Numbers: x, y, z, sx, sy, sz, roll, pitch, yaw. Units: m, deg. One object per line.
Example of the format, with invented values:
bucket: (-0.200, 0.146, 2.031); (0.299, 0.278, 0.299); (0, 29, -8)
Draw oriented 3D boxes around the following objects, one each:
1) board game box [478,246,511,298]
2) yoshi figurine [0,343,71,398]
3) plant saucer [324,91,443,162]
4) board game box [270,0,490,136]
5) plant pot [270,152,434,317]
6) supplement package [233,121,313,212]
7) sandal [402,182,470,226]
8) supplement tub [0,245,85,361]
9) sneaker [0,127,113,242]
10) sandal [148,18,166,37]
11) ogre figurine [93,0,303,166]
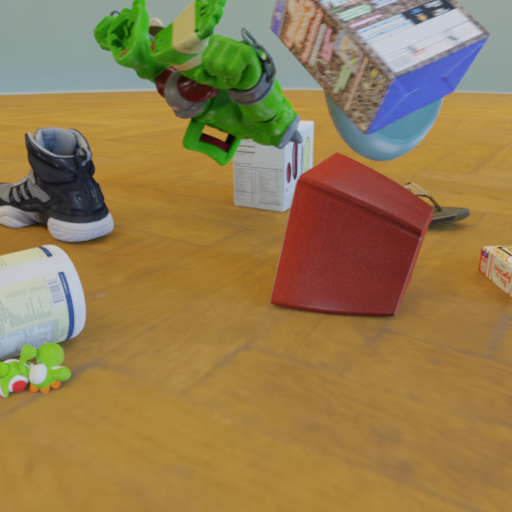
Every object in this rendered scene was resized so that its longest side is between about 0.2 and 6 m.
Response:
board game box: (4.723, 0.259, 8.637); (1.975, 0.457, 1.496); (-1, 21, -4)
yoshi figurine: (-2.537, 1.187, 6.164); (0.973, 0.545, 0.547); (1, 14, -7)
plant saucer: (1.488, -1.962, 6.035); (1.870, 1.870, 0.256); (-14, 17, -33)
board game box: (0.979, -1.872, 4.672); (1.096, 0.666, 1.374); (-28, 71, -22)
plant pot: (1.486, -0.198, 8.126); (1.713, 1.942, 1.944); (20, 26, 16)
supplement package: (0.427, -2.177, 13.114); (1.335, 1.815, 1.735); (10, 23, 25)
sandal: (3.068, -1.224, 12.035); (1.208, 0.807, 2.956); (-18, 28, -40)
supplement tub: (-3.043, 0.619, 6.627); (1.691, 1.226, 1.226); (-17, 26, -36)
sneaker: (-4.261, -1.582, 11.248); (3.566, 2.029, 1.346); (15, 26, 34)
sandal: (-2.055, -4.428, 11.026); (0.560, 0.502, 1.526); (14, -9, -26)
ogre figurine: (-0.906, -2.919, 9.376); (4.287, 2.103, 2.570); (5, -20, 40)
